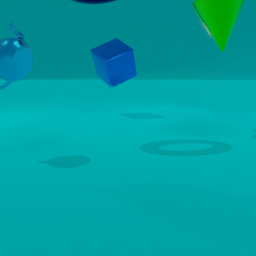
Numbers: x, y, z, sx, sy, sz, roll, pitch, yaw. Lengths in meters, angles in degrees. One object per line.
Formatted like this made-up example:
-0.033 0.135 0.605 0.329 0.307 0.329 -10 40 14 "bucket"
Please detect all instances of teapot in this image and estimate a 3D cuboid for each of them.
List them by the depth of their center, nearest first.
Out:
-2.128 -1.289 5.028 0.624 1.275 0.793 17 -1 13 "teapot"

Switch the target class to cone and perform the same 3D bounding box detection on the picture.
2.189 -2.392 6.616 1.233 1.238 1.233 -4 0 0 "cone"

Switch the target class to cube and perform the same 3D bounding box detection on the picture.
-0.538 -2.523 10.849 1.220 1.220 1.220 -30 48 -17 "cube"

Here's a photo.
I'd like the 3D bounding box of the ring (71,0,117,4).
-0.572 -3.227 5.786 1.948 1.948 0.390 1 -33 8 "ring"
